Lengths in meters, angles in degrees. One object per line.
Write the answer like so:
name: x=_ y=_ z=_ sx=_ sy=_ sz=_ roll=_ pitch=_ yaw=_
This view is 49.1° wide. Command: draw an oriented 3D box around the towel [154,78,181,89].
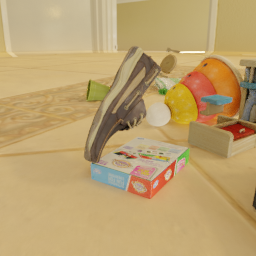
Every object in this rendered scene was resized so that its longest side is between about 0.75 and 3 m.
towel: x=2.847 y=-2.142 z=14.183 sx=2.855 sy=0.438 sz=2.130 roll=1 pitch=21 yaw=-5

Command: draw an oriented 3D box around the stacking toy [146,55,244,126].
stacking toy: x=1.849 y=-0.817 z=8.508 sx=2.888 sy=2.110 sz=2.110 roll=-24 pitch=26 yaw=-17

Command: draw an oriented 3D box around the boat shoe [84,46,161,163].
boat shoe: x=-0.052 y=-0.379 z=5.203 sx=0.866 sy=2.362 sz=0.880 roll=26 pitch=-7 yaw=-5

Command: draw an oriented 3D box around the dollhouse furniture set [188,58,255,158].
dollhouse furniture set: x=3.240 y=-0.554 z=6.786 sx=2.853 sy=2.011 sz=1.999 roll=-13 pitch=22 yaw=-36

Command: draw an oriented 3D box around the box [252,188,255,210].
box: x=2.667 y=1.225 z=3.551 sx=1.299 sy=0.726 sz=1.840 roll=2 pitch=19 yaw=-4

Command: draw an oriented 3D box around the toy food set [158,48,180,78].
toy food set: x=1.232 y=-1.931 z=8.458 sx=0.183 sy=0.911 sz=0.629 roll=20 pitch=8 yaw=-46

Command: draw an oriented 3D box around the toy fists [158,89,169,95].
toy fists: x=1.729 y=-1.631 z=12.708 sx=0.418 sy=0.282 sz=0.819 roll=-7 pitch=17 yaw=-41

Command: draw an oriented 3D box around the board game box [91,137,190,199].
board game box: x=0.303 y=0.699 z=5.677 sx=1.328 sy=0.350 sz=1.736 roll=12 pitch=22 yaw=32

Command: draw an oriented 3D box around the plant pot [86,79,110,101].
plant pot: x=-1.212 y=-1.495 z=11.591 sx=0.882 sy=0.928 sz=0.928 roll=8 pitch=16 yaw=-17
